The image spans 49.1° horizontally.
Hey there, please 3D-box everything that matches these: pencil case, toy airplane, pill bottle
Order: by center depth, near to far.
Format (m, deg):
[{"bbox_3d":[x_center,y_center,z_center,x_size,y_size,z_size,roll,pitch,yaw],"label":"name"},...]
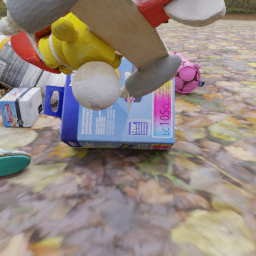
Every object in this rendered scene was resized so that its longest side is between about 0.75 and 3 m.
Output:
[{"bbox_3d":[-0.177,-1.245,3.791,2.926,2.065,2.914,8,-11,-17],"label":"toy airplane"},{"bbox_3d":[-3.337,-1.834,9.254,2.417,1.406,1.406,27,18,-20],"label":"pill bottle"},{"bbox_3d":[2.094,-2.378,11.520,1.260,1.301,2.777,23,21,-19],"label":"pencil case"}]

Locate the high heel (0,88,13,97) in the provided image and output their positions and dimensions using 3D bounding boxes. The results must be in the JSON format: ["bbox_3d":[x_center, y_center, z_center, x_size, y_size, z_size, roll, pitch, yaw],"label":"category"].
[{"bbox_3d":[-4.197,-1.589,10.208,1.359,0.969,0.485,8,16,12],"label":"high heel"}]

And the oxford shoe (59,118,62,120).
[{"bbox_3d":[-0.898,-0.213,7.605,2.333,0.832,0.850,6,31,12],"label":"oxford shoe"}]

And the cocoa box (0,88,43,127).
[{"bbox_3d":[-3.177,-0.648,8.435,0.825,0.839,1.257,1,26,1],"label":"cocoa box"}]

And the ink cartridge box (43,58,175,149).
[{"bbox_3d":[-0.425,-0.550,6.710,2.992,2.041,1.142,1,-13,3],"label":"ink cartridge box"}]

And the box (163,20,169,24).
[{"bbox_3d":[0.502,-3.317,7.530,1.158,0.620,0.859,-2,68,7],"label":"box"}]

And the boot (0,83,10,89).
[{"bbox_3d":[-5.000,-1.939,10.946,1.677,0.815,2.228,2,13,5],"label":"boot"}]

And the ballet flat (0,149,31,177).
[{"bbox_3d":[-2.938,0.775,5.728,1.778,0.615,0.633,-22,46,-33],"label":"ballet flat"}]
